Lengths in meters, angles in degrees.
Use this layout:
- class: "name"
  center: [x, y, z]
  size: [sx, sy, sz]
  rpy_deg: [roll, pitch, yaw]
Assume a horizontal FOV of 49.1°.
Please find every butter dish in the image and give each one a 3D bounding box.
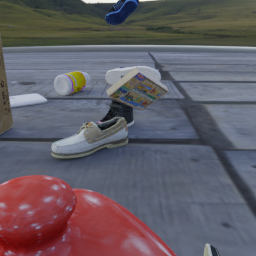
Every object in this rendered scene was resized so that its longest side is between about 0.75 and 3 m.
- class: "butter dish"
  center: [-0.647, 1.314, 2.114]
  size: [2.739, 2.025, 2.732]
  rpy_deg: [-14, 25, -34]

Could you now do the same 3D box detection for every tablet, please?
- class: "tablet"
  center: [-4.709, -1.097, 11.455]
  size: [2.415, 0.165, 1.572]
  rpy_deg: [-12, 23, -32]

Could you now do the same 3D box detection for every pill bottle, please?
- class: "pill bottle"
  center: [-2.557, -2.169, 13.235]
  size: [0.947, 0.947, 1.817]
  rpy_deg: [10, 23, 25]

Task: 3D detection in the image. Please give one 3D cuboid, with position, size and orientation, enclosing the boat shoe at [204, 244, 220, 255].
- class: "boat shoe"
  center: [1.104, 1.802, 3.130]
  size: [0.374, 0.421, 1.127]
  rpy_deg: [2, 22, 3]

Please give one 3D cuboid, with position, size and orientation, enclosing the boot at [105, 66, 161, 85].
- class: "boot"
  center: [0.385, -2.892, 14.962]
  size: [2.993, 1.089, 1.352]
  rpy_deg: [6, 26, 19]

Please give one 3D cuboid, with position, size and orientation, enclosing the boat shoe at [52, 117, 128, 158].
- class: "boat shoe"
  center: [-0.943, 0.194, 7.086]
  size: [2.097, 0.717, 0.784]
  rpy_deg: [-14, 24, -34]

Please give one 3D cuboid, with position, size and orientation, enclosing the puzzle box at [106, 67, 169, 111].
- class: "puzzle box"
  center: [0.225, -0.734, 5.567]
  size: [1.170, 0.778, 0.149]
  rpy_deg: [18, 44, -52]

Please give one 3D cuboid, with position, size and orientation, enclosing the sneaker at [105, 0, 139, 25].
- class: "sneaker"
  center: [-0.196, -4.873, 11.316]
  size: [0.692, 0.768, 1.973]
  rpy_deg: [28, -23, -32]

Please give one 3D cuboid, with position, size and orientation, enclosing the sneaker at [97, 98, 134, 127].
- class: "sneaker"
  center: [-0.508, -0.378, 8.261]
  size: [0.710, 0.996, 2.008]
  rpy_deg: [15, 26, 32]

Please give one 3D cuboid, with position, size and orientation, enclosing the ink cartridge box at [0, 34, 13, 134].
- class: "ink cartridge box"
  center: [-4.729, -1.247, 7.926]
  size: [2.336, 2.836, 1.065]
  rpy_deg: [2, 20, 5]
